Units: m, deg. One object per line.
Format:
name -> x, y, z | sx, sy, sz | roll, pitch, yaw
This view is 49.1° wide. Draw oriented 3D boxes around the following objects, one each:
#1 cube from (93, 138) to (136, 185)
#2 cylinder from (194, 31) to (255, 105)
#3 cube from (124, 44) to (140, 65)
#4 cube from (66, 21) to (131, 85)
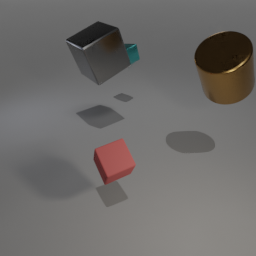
cube -> -0.328, 0.773, 6.390 | 0.700, 0.700, 0.700 | -21, 70, -18
cylinder -> 2.595, -1.567, 7.466 | 1.400, 1.400, 1.400 | -12, 57, 19
cube -> -0.030, -3.150, 12.003 | 0.700, 0.700, 0.700 | 17, 45, 41
cube -> -0.993, -2.556, 9.490 | 1.400, 1.400, 1.400 | -36, 42, -15
